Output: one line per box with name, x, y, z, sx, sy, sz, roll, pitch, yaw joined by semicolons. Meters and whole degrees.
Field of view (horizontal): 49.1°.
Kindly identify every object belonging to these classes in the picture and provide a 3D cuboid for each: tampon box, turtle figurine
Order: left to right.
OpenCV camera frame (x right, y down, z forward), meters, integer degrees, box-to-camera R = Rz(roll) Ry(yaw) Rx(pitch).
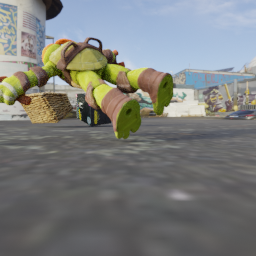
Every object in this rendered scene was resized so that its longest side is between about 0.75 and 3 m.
tampon box;-1.242;-0.709;10.047;0.818;0.972;1.296;-9;18;-30
turtle figurine;-0.499;-0.860;4.173;2.307;0.921;2.861;29;34;29

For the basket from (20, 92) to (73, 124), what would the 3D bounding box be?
basket;-2.570;-0.844;8.845;1.455;1.084;1.038;-1;35;39
